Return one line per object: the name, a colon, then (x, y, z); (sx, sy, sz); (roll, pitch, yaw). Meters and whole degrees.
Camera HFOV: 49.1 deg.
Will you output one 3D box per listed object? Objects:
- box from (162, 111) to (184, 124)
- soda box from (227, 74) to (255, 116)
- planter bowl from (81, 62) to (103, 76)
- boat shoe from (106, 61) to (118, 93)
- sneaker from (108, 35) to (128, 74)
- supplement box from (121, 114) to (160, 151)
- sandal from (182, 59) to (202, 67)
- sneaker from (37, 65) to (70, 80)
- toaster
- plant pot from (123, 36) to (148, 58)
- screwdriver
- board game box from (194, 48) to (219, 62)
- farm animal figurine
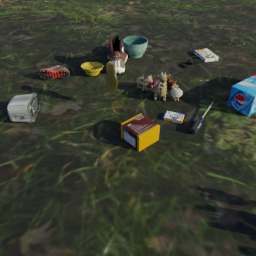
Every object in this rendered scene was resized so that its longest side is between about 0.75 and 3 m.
box: (1.705, -0.418, 10.615); (0.770, 0.160, 0.458); (14, 41, 14)
soda box: (5.450, -1.581, 11.439); (2.981, 0.957, 1.011); (-25, 45, -29)
planter bowl: (-1.692, -2.753, 13.301); (1.067, 0.444, 1.067); (1, 32, -1)
boat shoe: (-0.611, -1.920, 10.520); (0.429, 1.200, 0.394); (-3, 31, 3)
sneaker: (-0.507, -3.965, 13.942); (1.038, 1.585, 2.744); (-3, 38, -3)
supplement box: (0.410, 0.128, 9.534); (0.938, 0.631, 0.951); (-28, 46, -31)
sandal: (3.243, -3.382, 14.256); (1.204, 0.288, 0.452); (-23, 44, -26)
sneaker: (-3.474, -2.623, 13.119); (1.447, 0.511, 0.707); (-4, 39, -9)
toaster: (-3.920, -0.783, 10.568); (0.902, 0.794, 1.397); (-2, 39, 1)
plant pot: (0.398, -4.264, 14.921); (1.275, 0.854, 1.275); (0, 39, 0)
screwdriver: (2.864, -0.420, 10.520); (0.318, 0.305, 2.187); (46, 50, 5)
board game box: (4.163, -3.893, 14.960); (0.777, 0.213, 1.230); (-10, 40, -14)
farm animal figurine: (1.286, -1.850, 11.806); (1.756, 0.916, 1.737); (-4, 38, -5)
